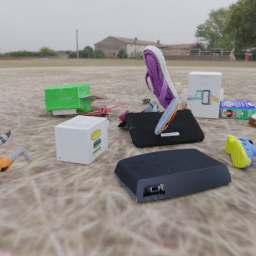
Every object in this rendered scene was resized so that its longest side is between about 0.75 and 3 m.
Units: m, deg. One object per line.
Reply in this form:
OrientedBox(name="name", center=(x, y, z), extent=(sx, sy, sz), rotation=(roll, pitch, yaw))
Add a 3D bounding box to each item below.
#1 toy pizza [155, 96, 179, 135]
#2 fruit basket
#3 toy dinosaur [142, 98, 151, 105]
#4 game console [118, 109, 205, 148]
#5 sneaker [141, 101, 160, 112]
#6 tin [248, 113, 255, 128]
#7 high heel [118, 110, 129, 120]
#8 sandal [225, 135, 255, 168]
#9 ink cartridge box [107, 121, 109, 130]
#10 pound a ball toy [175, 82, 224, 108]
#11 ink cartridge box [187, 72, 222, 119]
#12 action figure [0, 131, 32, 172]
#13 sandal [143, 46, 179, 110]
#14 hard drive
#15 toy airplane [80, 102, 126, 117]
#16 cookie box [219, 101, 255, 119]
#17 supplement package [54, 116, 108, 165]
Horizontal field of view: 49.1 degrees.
OrientedBox(name="toy pizza", center=(1.208, -0.348, 8.348), extent=(0.211, 1.333, 1.333), rotation=(29, 17, -1))
OrientedBox(name="fruit basket", center=(-2.509, -1.232, 13.119), extent=(2.770, 1.402, 2.991), rotation=(-3, -3, 9))
OrientedBox(name="toy dinosaur", center=(0.982, -1.497, 15.309), extent=(0.479, 0.361, 0.937), rotation=(7, 19, 0))
OrientedBox(name="game console", center=(1.052, 0.138, 9.750), extent=(2.415, 1.405, 2.124), rotation=(-5, 46, -14))
OrientedBox(name="sneaker", center=(0.818, -0.637, 11.532), extent=(0.919, 0.781, 2.100), rotation=(-17, 4, 5))
OrientedBox(name="tin", center=(5.613, -0.347, 11.224), extent=(1.129, 0.422, 2.017), rotation=(10, 18, 44))
OrientedBox(name="high heel", center=(-0.186, -0.579, 12.120), extent=(0.470, 0.330, 0.980), rotation=(9, 28, -6))
OrientedBox(name="sandal", center=(3.104, 0.588, 7.460), extent=(0.732, 0.668, 1.681), rotation=(7, 18, 8))
OrientedBox(name="ink cartridge box", center=(-1.687, -0.160, 10.552), extent=(1.301, 0.405, 1.617), rotation=(-12, 21, -37))
OrientedBox(name="pound a ball toy", center=(3.443, -1.480, 13.662), extent=(2.298, 0.976, 1.499), rotation=(3, -18, 11))
OrientedBox(name="ink cartridge box", center=(3.390, -1.497, 12.466), extent=(1.373, 1.880, 1.379), rotation=(5, 16, 16))
OrientedBox(name="action figure", center=(-3.655, 0.713, 6.131), extent=(2.264, 1.184, 2.190), rotation=(9, 9, 31))
OrientedBox(name="sandal", center=(1.093, -1.681, 10.705), extent=(0.729, 2.968, 1.208), rotation=(-39, 33, -21))
OrientedBox(name="hard drive", center=(0.973, 0.958, 6.341), extent=(2.323, 0.492, 1.566), rotation=(-6, 17, -21))
OrientedBox(name="toy airplane", center=(-1.103, -0.811, 12.726), extent=(2.115, 0.389, 2.115), rotation=(-15, 17, 5))
OrientedBox(name="cookie box", center=(4.810, -0.824, 12.408), extent=(1.371, 0.515, 1.173), rotation=(2, 22, 13))
OrientedBox(name="supplement package", center=(-1.255, 0.293, 7.802), extent=(0.970, 0.977, 1.287), rotation=(5, 17, 18))
